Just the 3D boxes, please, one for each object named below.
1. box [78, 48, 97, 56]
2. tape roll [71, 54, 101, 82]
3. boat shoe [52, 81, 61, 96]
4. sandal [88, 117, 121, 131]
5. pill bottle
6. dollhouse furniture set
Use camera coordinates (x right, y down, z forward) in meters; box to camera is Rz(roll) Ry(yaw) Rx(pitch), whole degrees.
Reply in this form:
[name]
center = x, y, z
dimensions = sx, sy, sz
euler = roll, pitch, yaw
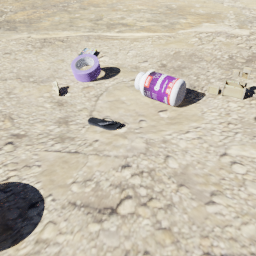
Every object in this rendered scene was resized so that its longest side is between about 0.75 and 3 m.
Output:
[box]
center = -2.291, -4.257, 16.043
dimensions = 0.762, 0.210, 1.115
euler = 8, 38, 10
[tape roll]
center = -2.035, -2.924, 13.627
dimensions = 1.377, 0.585, 1.377
euler = -5, 56, 7
[boat shoe]
center = -3.243, -1.745, 12.587
dimensions = 0.278, 0.309, 0.856
euler = -19, 59, -5
[sandal]
center = -0.919, -0.204, 10.641
dimensions = 1.341, 0.287, 0.510
euler = 10, 38, 13
[pill bottle]
center = 1.349, -1.740, 11.936
dimensions = 2.063, 1.160, 1.160
euler = 23, 43, 27
[dollhouse furniture set]
center = 4.463, -2.174, 12.331
dimensions = 1.564, 1.383, 0.870
euler = 16, 39, 19
